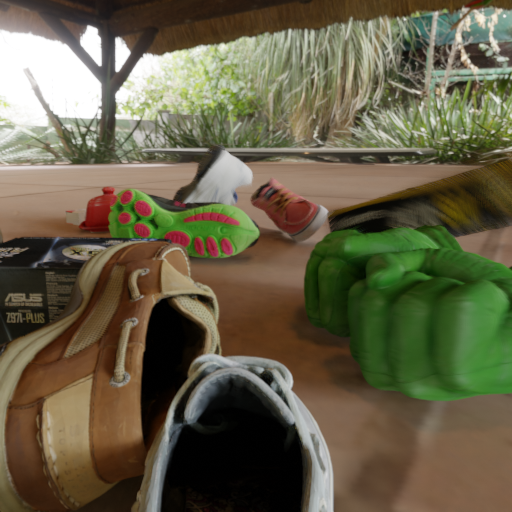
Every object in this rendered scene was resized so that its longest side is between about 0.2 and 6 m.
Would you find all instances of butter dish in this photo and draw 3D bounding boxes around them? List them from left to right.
[{"bbox_3d":[-3.447,-1.117,13.145,1.357,1.006,1.361,-3,13,-10],"label":"butter dish"}]

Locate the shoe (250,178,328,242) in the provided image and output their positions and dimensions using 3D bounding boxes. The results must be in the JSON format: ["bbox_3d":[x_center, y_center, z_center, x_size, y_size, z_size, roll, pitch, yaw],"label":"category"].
[{"bbox_3d":[0.602,-1.013,11.898,1.107,0.870,2.434,39,-3,-16],"label":"shoe"}]

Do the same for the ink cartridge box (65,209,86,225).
[{"bbox_3d":[-4.328,-1.003,14.233,0.577,0.336,0.797,9,15,38],"label":"ink cartridge box"}]

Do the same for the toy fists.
[{"bbox_3d":[1.510,0.366,5.519,1.748,1.179,3.429,-14,16,-9],"label":"toy fists"}]

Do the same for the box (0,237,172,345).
[{"bbox_3d":[-2.119,0.356,6.402,2.060,0.887,1.687,1,13,4],"label":"box"}]

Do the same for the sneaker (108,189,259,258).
[{"bbox_3d":[-1.399,-0.496,10.391,3.225,1.238,1.351,13,3,26],"label":"sneaker"}]

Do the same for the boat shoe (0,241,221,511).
[{"bbox_3d":[-0.807,0.669,4.149,1.150,1.178,3.115,-9,20,10],"label":"boat shoe"}]

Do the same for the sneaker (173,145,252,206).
[{"bbox_3d":[-1.031,-1.105,11.409,1.074,2.466,0.919,27,43,-25],"label":"sneaker"}]

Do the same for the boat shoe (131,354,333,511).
[{"bbox_3d":[-0.031,1.041,2.849,0.987,1.008,2.830,0,12,0],"label":"boat shoe"}]

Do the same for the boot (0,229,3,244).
[{"bbox_3d":[-3.938,0.473,6.396,0.952,1.235,2.548,31,54,23],"label":"boot"}]

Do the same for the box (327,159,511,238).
[{"bbox_3d":[3.115,-0.706,8.394,2.590,0.800,3.243,-10,-3,-43],"label":"box"}]
